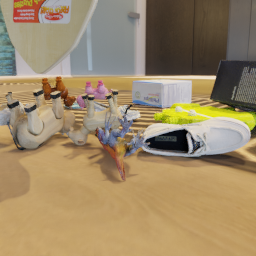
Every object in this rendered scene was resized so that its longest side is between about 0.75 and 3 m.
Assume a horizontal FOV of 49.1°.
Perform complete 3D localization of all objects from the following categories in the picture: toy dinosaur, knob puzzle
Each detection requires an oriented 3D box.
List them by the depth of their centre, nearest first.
[{"bbox_3d":[-0.331,0.268,5.345,1.510,0.874,1.664,-34,17,51],"label":"toy dinosaur"},{"bbox_3d":[-1.662,-2.629,5.861,3.260,3.260,0.452,9,11,34],"label":"knob puzzle"}]

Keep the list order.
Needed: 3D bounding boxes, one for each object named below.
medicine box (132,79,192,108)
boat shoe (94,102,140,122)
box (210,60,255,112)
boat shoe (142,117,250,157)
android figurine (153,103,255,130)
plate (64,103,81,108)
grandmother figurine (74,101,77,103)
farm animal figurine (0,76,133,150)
[{"bbox_3d":[1.551,-1.629,12.792,2.056,1.058,1.873,-11,17,-41],"label":"medicine box"},{"bbox_3d":[-0.459,-0.543,9.125,1.793,0.575,0.661,7,14,26],"label":"boat shoe"},{"bbox_3d":[4.247,-1.112,8.564,2.295,1.370,2.333,10,6,-38],"label":"box"},{"bbox_3d":[1.283,0.219,5.483,2.116,0.761,0.695,2,18,13],"label":"boat shoe"},{"bbox_3d":[2.185,-0.287,8.041,2.915,0.599,2.653,-3,13,-21],"label":"android figurine"},{"bbox_3d":[-2.225,-0.932,11.856,0.982,0.126,0.982,0,14,0],"label":"plate"},{"bbox_3d":[-2.163,-1.197,12.352,0.974,0.295,0.591,-4,-8,2],"label":"grandmother figurine"},{"bbox_3d":[-1.571,-0.215,6.482,2.515,1.326,2.543,-26,34,-37],"label":"farm animal figurine"}]
